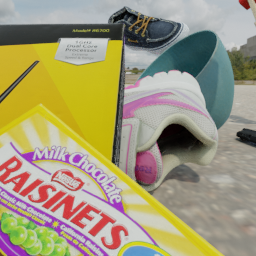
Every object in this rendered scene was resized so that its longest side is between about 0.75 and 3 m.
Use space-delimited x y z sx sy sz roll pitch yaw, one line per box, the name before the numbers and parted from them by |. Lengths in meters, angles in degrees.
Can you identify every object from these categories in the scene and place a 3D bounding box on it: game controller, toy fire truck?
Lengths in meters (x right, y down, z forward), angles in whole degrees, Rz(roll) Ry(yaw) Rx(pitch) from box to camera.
game controller | 2.719 0.251 5.465 0.678 0.274 1.300 13 8 -14
toy fire truck | 3.566 -2.502 7.114 1.560 2.212 0.539 28 -38 -31

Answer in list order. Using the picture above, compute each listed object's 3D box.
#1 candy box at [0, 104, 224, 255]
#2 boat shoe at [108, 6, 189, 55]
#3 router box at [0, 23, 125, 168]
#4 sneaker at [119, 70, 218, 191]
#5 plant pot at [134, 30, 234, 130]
candy box | -0.264 0.512 1.350 1.551 0.205 0.793 36 57 25
boat shoe | 0.409 -2.692 7.602 1.164 0.907 2.564 35 -9 -35
router box | -1.481 -0.045 2.439 2.853 0.728 2.128 1 51 3
sneaker | -0.185 0.137 3.308 2.873 1.169 1.267 -16 38 -10
plant pot | 1.302 -0.677 5.934 1.536 2.280 2.280 42 -8 -24
